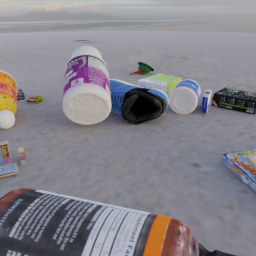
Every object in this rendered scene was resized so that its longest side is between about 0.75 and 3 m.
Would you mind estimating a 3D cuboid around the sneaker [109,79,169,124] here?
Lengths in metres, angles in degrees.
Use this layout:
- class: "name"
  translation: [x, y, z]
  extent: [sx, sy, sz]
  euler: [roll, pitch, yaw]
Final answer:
- class: "sneaker"
  translation: [-0.206, -0.878, 8.875]
  extent: [2.921, 1.121, 1.625]
  euler: [11, 16, 8]

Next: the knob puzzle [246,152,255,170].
- class: "knob puzzle"
  translation: [3.900, 0.891, 4.768]
  extent: [2.962, 0.411, 2.962]
  euler: [-4, 39, 4]

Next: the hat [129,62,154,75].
- class: "hat"
  translation: [0.700, -2.890, 14.920]
  extent: [1.110, 0.977, 0.919]
  euler: [26, -4, -5]

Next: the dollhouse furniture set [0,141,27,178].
- class: "dollhouse furniture set"
  translation: [-2.550, 0.672, 6.000]
  extent: [0.766, 0.529, 0.811]
  euler: [-11, 26, -23]

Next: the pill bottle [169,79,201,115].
- class: "pill bottle"
  translation: [2.041, -1.168, 9.808]
  extent: [0.955, 0.955, 1.702]
  euler: [7, 24, 17]

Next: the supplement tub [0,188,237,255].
- class: "supplement tub"
  translation: [-0.209, 1.524, 2.920]
  extent: [2.613, 1.397, 1.397]
  euler: [8, 24, 16]

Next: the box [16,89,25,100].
- class: "box"
  translation: [-4.554, -1.308, 11.101]
  extent: [0.762, 0.192, 1.066]
  euler: [-11, 24, -23]

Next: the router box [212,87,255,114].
- class: "router box"
  translation: [3.956, -1.003, 9.990]
  extent: [1.559, 0.484, 1.168]
  euler: [18, 29, 34]

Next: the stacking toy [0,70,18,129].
- class: "stacking toy"
  translation: [-3.927, -0.686, 8.616]
  extent: [1.566, 1.566, 2.143]
  euler: [-15, 46, -32]

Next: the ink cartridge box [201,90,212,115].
- class: "ink cartridge box"
  translation: [2.702, -0.906, 9.655]
  extent: [0.227, 0.576, 1.159]
  euler: [8, 23, 19]

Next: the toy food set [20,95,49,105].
- class: "toy food set"
  translation: [-3.541, -1.083, 10.558]
  extent: [0.957, 0.192, 0.660]
  euler: [9, 25, 20]

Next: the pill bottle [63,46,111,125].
- class: "pill bottle"
  translation: [-1.240, -1.390, 8.430]
  extent: [1.365, 1.365, 2.431]
  euler: [-3, 48, -6]

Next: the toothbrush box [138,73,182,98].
- class: "toothbrush box"
  translation: [1.290, -1.691, 11.359]
  extent: [1.149, 0.679, 1.578]
  euler: [17, 27, 33]

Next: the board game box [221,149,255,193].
- class: "board game box"
  translation: [2.741, 0.900, 5.822]
  extent: [0.949, 0.242, 1.402]
  euler: [-6, 24, -14]
